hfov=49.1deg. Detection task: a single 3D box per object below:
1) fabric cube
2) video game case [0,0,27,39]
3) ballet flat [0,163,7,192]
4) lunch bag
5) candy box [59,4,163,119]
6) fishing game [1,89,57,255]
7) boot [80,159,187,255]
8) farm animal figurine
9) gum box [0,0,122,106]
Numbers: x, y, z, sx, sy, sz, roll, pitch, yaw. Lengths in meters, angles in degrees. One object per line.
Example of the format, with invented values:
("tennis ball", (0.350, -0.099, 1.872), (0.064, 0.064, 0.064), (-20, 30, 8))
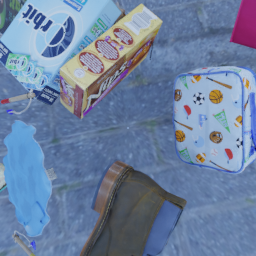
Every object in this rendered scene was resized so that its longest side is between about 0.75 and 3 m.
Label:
("fabric cube", (3.711, -2.889, 6.558), (1.763, 1.735, 1.769), (24, 53, 22))
("video game case", (-2.774, -3.228, 6.345), (0.341, 2.920, 2.655), (2, 88, 0))
("ballet flat", (-3.124, 1.429, 5.837), (1.756, 0.592, 0.547), (-45, 102, -7))
("lunch bag", (1.808, -0.143, 5.735), (0.817, 1.733, 2.163), (-20, 109, -44))
("candy box", (-0.320, -1.160, 4.949), (0.559, 1.155, 1.980), (40, 66, 4))
("fishing game", (-1.671, 0.815, 4.764), (0.437, 2.013, 2.811), (-6, 93, -40))
("boot", (0.015, 2.023, 4.750), (1.348, 1.039, 2.781), (20, 114, 22))
("farm animal figurine", (-0.513, -2.130, 6.023), (1.941, 0.976, 1.568), (-7, 48, -17))
("gum box", (-1.389, -1.731, 5.117), (1.746, 0.458, 2.055), (42, 97, 28))
